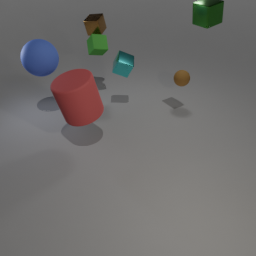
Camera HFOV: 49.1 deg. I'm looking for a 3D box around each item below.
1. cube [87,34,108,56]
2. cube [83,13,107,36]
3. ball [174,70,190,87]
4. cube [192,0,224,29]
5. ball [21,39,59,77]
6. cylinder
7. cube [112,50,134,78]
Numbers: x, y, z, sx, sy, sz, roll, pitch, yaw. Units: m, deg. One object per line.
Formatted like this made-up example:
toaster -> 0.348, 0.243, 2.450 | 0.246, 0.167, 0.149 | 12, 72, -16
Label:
cube -> -1.368, -3.708, 12.514 | 0.700, 0.700, 0.700 | -6, -6, -29
cube -> -1.463, -4.628, 12.532 | 0.700, 0.700, 0.700 | 5, 47, 20
ball -> 2.300, -2.127, 11.965 | 0.700, 0.700, 0.700 | 0, 32, 0
cube -> 2.591, -3.742, 9.104 | 0.700, 0.700, 0.700 | -27, 42, -21
ball -> -3.374, -2.686, 10.756 | 1.400, 1.400, 1.400 | 0, 32, 0
cylinder -> -1.650, -1.009, 9.270 | 1.400, 1.400, 1.400 | -9, 40, 8
cube -> -0.196, -2.661, 11.688 | 0.700, 0.700, 0.700 | 17, 51, -17
